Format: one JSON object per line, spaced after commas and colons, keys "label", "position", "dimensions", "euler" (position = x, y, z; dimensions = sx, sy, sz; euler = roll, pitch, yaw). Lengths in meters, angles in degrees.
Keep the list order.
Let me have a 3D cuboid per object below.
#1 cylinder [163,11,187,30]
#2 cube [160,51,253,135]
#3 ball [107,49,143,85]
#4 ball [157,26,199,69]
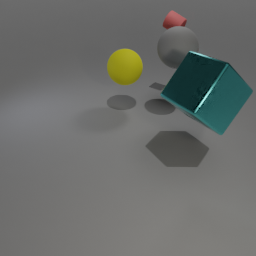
{"label": "cylinder", "position": [1.856, -4.170, 11.137], "dimensions": [0.700, 0.700, 0.700], "euler": [36, 41, 9]}
{"label": "cube", "position": [2.003, -0.903, 7.235], "dimensions": [1.400, 1.400, 1.400], "euler": [29, 8, -39]}
{"label": "ball", "position": [-0.121, -2.385, 11.000], "dimensions": [1.400, 1.400, 1.400], "euler": [0, 32, 0]}
{"label": "ball", "position": [1.707, -2.746, 9.601], "dimensions": [1.400, 1.400, 1.400], "euler": [0, 32, 0]}
